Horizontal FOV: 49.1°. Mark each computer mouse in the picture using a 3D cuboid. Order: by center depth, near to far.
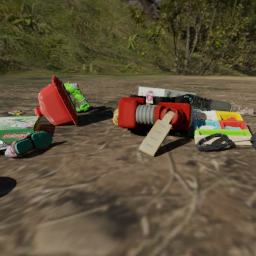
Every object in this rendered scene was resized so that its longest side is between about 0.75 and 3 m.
[{"bbox_3d":[3.279,0.483,7.709,2.754,0.469,0.807,-2,40,9],"label":"computer mouse"}]

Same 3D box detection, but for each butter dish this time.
[{"bbox_3d":[-2.935,-0.876,10.987,1.465,1.977,1.982,-27,21,-4],"label":"butter dish"}]

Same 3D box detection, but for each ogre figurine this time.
[{"bbox_3d":[-2.952,-1.464,13.381,2.273,1.363,1.115,12,29,40],"label":"ogre figurine"}]

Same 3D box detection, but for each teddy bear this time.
[{"bbox_3d":[0.866,-0.572,10.831,2.864,0.956,2.077,5,12,20],"label":"teddy bear"}]

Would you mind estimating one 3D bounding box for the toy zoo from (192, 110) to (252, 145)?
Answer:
[{"bbox_3d":[3.022,-0.121,9.396,1.656,0.258,2.525,1,24,10],"label":"toy zoo"}]

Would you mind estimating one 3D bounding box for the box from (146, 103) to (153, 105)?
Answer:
[{"bbox_3d":[1.292,-1.750,16.125,0.905,0.751,0.743,-13,19,-43],"label":"box"}]

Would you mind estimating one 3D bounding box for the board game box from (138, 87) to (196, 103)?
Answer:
[{"bbox_3d":[2.050,-1.610,14.671,2.519,0.810,1.859,2,9,-40],"label":"board game box"}]

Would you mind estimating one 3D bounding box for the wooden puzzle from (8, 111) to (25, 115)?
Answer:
[{"bbox_3d":[-5.313,-0.751,13.358,0.908,0.106,0.613,8,15,30],"label":"wooden puzzle"}]

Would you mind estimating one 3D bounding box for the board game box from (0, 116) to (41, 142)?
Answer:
[{"bbox_3d":[-4.576,0.032,9.357,2.994,0.436,2.015,-3,13,-11],"label":"board game box"}]

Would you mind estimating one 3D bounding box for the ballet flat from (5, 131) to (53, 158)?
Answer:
[{"bbox_3d":[-2.732,0.448,7.659,0.552,0.537,1.552,-16,7,24],"label":"ballet flat"}]

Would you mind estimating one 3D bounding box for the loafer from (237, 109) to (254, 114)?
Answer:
[{"bbox_3d":[5.516,-0.785,13.167,0.811,0.255,0.292,-2,14,-9],"label":"loafer"}]

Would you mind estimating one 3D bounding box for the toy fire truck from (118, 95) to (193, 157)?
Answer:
[{"bbox_3d":[0.639,-0.191,8.549,2.314,1.691,2.629,6,4,20],"label":"toy fire truck"}]

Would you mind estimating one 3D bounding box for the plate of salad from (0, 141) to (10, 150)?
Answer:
[{"bbox_3d":[-3.915,0.521,7.616,1.297,0.312,1.297,8,6,-1],"label":"plate of salad"}]

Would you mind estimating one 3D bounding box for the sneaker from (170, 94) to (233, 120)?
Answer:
[{"bbox_3d":[2.767,-0.811,11.181,2.624,0.989,1.040,2,-30,33],"label":"sneaker"}]
